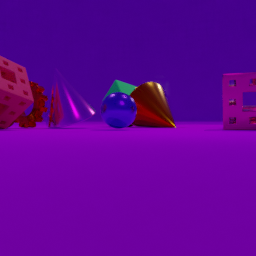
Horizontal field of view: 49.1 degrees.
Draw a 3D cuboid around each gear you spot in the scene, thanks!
[{"bbox_3d":[-2.943,-0.684,8.280,1.361,1.361,0.252,1,-4,31],"label":"gear"}]

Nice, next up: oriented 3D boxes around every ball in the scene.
[{"bbox_3d":[-0.228,-0.426,6.775,0.886,0.886,0.886,0,1,0],"label":"ball"}]

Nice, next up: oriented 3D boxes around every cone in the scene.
[{"bbox_3d":[-1.890,-1.000,8.215,1.532,1.538,1.532,-12,20,4],"label":"cone"},{"bbox_3d":[1.021,-0.405,9.032,1.675,1.675,1.682,-1,28,-34],"label":"cone"}]

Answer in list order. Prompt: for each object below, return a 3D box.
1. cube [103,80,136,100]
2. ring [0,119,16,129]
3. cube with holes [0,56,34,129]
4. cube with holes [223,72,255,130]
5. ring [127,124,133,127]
[{"bbox_3d":[-0.146,-0.963,10.878,1.140,1.140,1.140,13,38,-33],"label":"cube"},{"bbox_3d":[-3.646,-0.391,7.546,1.199,0.240,1.199,27,24,-13],"label":"ring"},{"bbox_3d":[-3.220,-0.906,6.720,1.182,1.182,1.182,-37,-32,21],"label":"cube with holes"},{"bbox_3d":[3.023,-0.709,6.905,1.295,1.295,1.295,0,10,19],"label":"cube with holes"},{"bbox_3d":[-0.243,-0.278,10.073,1.124,0.225,1.124,7,-14,2],"label":"ring"}]
